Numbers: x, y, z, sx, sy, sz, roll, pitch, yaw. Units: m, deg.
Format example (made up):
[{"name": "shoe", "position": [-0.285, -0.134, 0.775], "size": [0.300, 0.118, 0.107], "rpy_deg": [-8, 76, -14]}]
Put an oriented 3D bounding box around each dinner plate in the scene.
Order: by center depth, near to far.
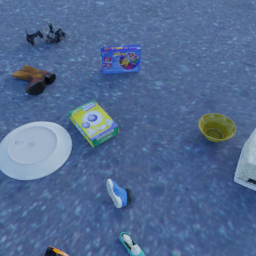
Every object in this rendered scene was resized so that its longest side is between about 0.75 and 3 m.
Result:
[{"name": "dinner plate", "position": [-3.728, 0.724, 11.107], "size": [2.952, 0.358, 2.952], "rpy_deg": [-1, 47, 1]}]

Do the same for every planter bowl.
[{"name": "planter bowl", "position": [3.572, 0.120, 11.449], "size": [1.484, 0.618, 1.484], "rpy_deg": [0, 48, 0]}]

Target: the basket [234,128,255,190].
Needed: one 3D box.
[{"name": "basket", "position": [4.844, 1.124, 10.099], "size": [1.361, 1.239, 2.008], "rpy_deg": [20, 50, 17]}]

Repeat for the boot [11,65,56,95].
[{"name": "boot", "position": [-4.923, -2.447, 13.770], "size": [2.041, 0.699, 1.921], "rpy_deg": [20, 51, 18]}]

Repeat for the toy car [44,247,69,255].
[{"name": "toy car", "position": [-2.002, 4.436, 7.699], "size": [0.712, 1.049, 2.140], "rpy_deg": [26, 56, -37]}]

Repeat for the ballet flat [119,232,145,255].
[{"name": "ballet flat", "position": [0.104, 3.561, 8.448], "size": [0.350, 0.366, 1.040], "rpy_deg": [-33, 56, -27]}]

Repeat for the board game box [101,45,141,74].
[{"name": "board game box", "position": [-0.358, -3.494, 14.284], "size": [1.993, 1.340, 0.446], "rpy_deg": [-5, 47, -5]}]

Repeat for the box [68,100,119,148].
[{"name": "box", "position": [-1.536, -0.321, 11.884], "size": [1.322, 0.545, 2.254], "rpy_deg": [-31, 52, -21]}]

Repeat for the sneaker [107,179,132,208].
[{"name": "sneaker", "position": [-0.269, 2.195, 9.650], "size": [0.648, 0.447, 1.164], "rpy_deg": [-7, 38, -26]}]

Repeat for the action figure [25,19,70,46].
[{"name": "action figure", "position": [-4.681, -5.523, 16.264], "size": [2.426, 1.238, 1.442], "rpy_deg": [-12, 38, -9]}]
